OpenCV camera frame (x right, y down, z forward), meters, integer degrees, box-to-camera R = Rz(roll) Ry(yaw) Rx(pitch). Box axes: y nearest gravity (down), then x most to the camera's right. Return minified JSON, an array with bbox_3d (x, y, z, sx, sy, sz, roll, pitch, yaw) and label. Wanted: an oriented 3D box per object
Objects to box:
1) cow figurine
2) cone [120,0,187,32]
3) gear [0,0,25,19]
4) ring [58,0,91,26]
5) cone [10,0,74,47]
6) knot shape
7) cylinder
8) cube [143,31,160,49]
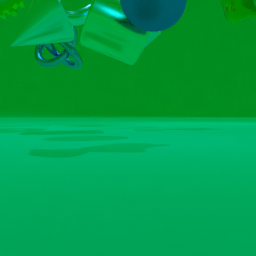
[{"bbox_3d":[2.663,-3.574,7.419,1.678,1.705,0.936,-12,10,-17],"label":"cow figurine"},{"bbox_3d":[0.510,-2.421,4.841,1.080,1.080,1.084,1,44,18],"label":"cone"},{"bbox_3d":[-3.395,-3.651,7.647,1.255,1.255,0.232,0,-1,6],"label":"gear"},{"bbox_3d":[-1.140,-3.313,6.960,1.999,0.400,1.999,-27,-12,-6],"label":"ring"},{"bbox_3d":[-2.055,-2.119,6.119,1.236,1.232,1.232,-43,20,-20],"label":"cone"},{"bbox_3d":[-2.372,-2.916,9.769,1.832,1.714,0.847,16,32,-1],"label":"knot shape"},{"bbox_3d":[-0.244,-2.136,5.951,1.237,1.237,1.237,20,-2,-11],"label":"cylinder"},{"bbox_3d":[0.326,-3.667,10.062,1.104,1.104,1.104,22,-43,-38],"label":"cube"}]
